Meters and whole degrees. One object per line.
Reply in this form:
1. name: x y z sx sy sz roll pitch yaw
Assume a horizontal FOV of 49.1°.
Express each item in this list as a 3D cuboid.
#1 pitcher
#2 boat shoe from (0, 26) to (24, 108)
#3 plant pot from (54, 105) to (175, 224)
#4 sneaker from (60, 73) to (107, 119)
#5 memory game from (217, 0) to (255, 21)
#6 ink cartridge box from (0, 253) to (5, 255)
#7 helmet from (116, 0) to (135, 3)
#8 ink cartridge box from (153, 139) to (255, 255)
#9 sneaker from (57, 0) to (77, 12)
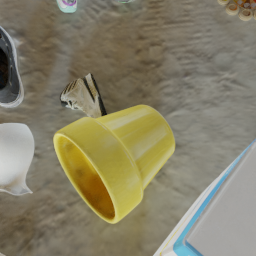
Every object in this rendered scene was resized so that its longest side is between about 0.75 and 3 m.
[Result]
1. pitcher: -2.948 0.760 6.660 1.404 0.992 1.636 -4 80 8
2. boat shoe: -3.642 -1.936 7.608 1.018 0.965 2.913 -18 70 -7
3. plant pot: -0.152 0.560 6.155 2.073 2.204 2.204 -32 72 -27
4. sneaker: -1.161 -0.510 7.330 1.040 0.682 1.807 -21 63 2
5. memory game: 3.864 -4.270 8.940 2.124 0.135 2.124 0 69 0
6. ink cartridge box: -3.825 3.454 5.787 2.588 0.579 2.280 24 70 9
7. helmet: -0.048 -4.487 8.275 1.530 1.530 1.459 -27 84 -10
8. ink cartridge box: 1.281 1.336 3.092 1.358 1.851 1.352 38 65 16
9. sneaker: -1.888 -4.622 8.382 0.742 1.336 1.910 -16 72 -24
